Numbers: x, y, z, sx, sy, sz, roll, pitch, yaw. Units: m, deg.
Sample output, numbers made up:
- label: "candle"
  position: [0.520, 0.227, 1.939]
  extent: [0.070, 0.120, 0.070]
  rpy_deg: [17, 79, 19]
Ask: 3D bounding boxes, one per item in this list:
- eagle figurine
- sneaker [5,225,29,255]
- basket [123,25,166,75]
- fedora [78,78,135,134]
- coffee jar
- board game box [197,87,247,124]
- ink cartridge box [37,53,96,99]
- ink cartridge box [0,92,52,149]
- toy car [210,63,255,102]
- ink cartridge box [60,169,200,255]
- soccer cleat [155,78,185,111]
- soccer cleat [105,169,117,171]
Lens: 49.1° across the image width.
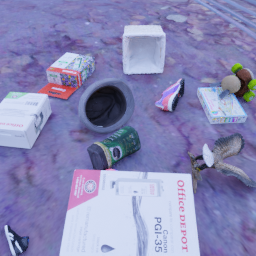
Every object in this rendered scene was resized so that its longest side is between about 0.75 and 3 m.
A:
- label: "eagle figurine"
  position: [2.768, 0.977, 8.171]
  extent: [1.930, 1.464, 1.457]
  rpy_deg: [-5, 20, 2]
- label: "sneaker"
  position: [-2.696, 2.693, 6.875]
  extent: [0.463, 0.302, 0.827]
  rpy_deg: [-19, 52, -26]
- label: "basket"
  position: [0.686, -3.689, 13.104]
  extent: [1.911, 1.894, 1.537]
  rpy_deg: [-2, 36, -1]
- label: "fedora"
  position: [-0.897, -0.792, 10.105]
  extent: [2.112, 1.868, 0.954]
  rpy_deg: [-37, 23, -21]
- label: "coffee jar"
  position: [-0.441, 0.645, 8.743]
  extent: [1.684, 0.878, 0.719]
  rpy_deg: [-28, 26, -31]
- label: "board game box"
  position: [3.636, -0.940, 11.038]
  extent: [1.337, 0.340, 1.988]
  rpy_deg: [-2, 41, -3]
- label: "ink cartridge box"
  position: [-2.699, -2.389, 12.434]
  extent: [1.512, 0.699, 2.775]
  rpy_deg: [13, 41, 15]
- label: "ink cartridge box"
  position: [-3.833, -0.327, 9.903]
  extent: [1.520, 0.878, 2.089]
  rpy_deg: [5, 41, 6]
- label: "toy car"
  position: [4.152, -1.656, 11.257]
  extent: [1.589, 1.253, 1.305]
  rpy_deg: [-21, 54, -13]
- label: "ink cartridge box"
  position: [0.090, 2.143, 6.534]
  extent: [2.859, 1.183, 2.094]
  rpy_deg: [1, 52, 2]
- label: "soccer cleat"
  position: [1.784, -1.428, 11.381]
  extent: [0.768, 0.716, 2.099]
  rpy_deg: [10, 42, 23]
- label: "soccer cleat"
  position: [0.023, 1.573, 8.005]
  extent: [1.586, 0.529, 0.607]
  rpy_deg: [20, 11, 14]
